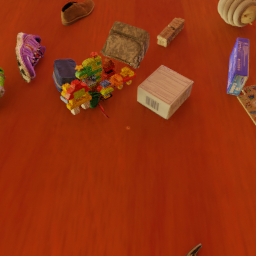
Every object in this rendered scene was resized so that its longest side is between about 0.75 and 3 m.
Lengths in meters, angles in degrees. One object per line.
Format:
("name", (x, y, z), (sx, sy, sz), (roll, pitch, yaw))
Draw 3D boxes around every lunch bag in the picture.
("lunch bag", (-2.225, -1.836, 10.188), (0.831, 0.809, 1.223), (-8, 53, -25))
("lunch bag", (-0.061, -2.961, 10.244), (1.529, 1.065, 1.283), (23, 76, 8))

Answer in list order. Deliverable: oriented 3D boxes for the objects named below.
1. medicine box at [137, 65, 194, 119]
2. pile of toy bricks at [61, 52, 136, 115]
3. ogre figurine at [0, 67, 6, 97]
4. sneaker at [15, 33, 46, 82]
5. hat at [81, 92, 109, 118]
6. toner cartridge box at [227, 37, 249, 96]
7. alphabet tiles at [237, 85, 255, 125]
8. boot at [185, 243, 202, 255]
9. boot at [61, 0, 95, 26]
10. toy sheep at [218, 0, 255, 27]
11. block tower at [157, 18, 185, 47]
("medicine box", (1.297, -1.284, 9.806), (1.349, 0.762, 1.481), (34, 61, 22))
("pile of toy bricks", (-1.156, -1.851, 9.524), (2.858, 1.411, 1.586), (-32, 51, -28))
("ogre figurine", (-5.150, -1.103, 9.485), (2.329, 1.143, 1.396), (-22, 45, -29))
("sneaker", (-3.721, -2.861, 10.809), (1.065, 1.029, 2.553), (-6, 54, -11))
("hat", (-1.207, -0.747, 9.841), (0.804, 0.854, 0.971), (-15, 15, -11))
("toner cartridge box", (4.096, -2.306, 10.396), (0.450, 0.989, 2.083), (12, 56, 8))
("alphabet tiles", (4.921, -0.796, 9.900), (1.654, 0.063, 1.988), (-13, 56, -9))
("boot", (1.685, 3.323, 6.870), (0.813, 0.294, 0.614), (-38, 65, -17))
("boot", (-2.256, -5.475, 12.779), (0.730, 0.748, 1.982), (30, 59, 22))
("toy sheep", (4.773, -5.324, 12.163), (1.662, 1.662, 2.410), (-19, 48, -13))
("block tower", (1.835, -4.108, 11.993), (0.443, 0.474, 1.640), (29, 58, 19))
